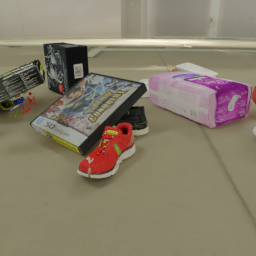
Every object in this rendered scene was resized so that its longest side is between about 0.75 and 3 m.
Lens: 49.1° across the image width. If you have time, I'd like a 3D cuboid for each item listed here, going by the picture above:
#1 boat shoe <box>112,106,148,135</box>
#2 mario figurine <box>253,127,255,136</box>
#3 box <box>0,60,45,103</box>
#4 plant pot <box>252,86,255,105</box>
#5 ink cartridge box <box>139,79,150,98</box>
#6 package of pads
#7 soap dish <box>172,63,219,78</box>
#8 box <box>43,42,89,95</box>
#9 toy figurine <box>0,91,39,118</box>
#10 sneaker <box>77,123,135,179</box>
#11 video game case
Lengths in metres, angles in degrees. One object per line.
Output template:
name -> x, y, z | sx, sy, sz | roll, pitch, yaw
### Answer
boat shoe -> -0.507, -0.514, 7.863 | 0.948, 0.841, 2.537 | -19, 29, -40
mario figurine -> 3.445, 0.019, 6.511 | 1.020, 0.876, 1.653 | 14, 27, 28
box -> -3.972, -1.305, 8.859 | 2.718, 0.646, 2.624 | -26, 21, -6
plant pot -> 4.599, -0.894, 8.653 | 1.153, 1.153, 1.020 | -1, 32, -3
ink cartridge box -> 0.561, -1.593, 11.161 | 1.864, 0.467, 1.500 | -4, 22, -14
package of pads -> 2.137, -1.048, 8.855 | 1.771, 1.112, 2.940 | -15, 26, -27
soap dish -> 2.867, -2.199, 11.983 | 1.667, 0.677, 1.311 | 28, 33, 29
box -> -2.412, -2.323, 11.016 | 0.985, 1.892, 1.723 | -19, 28, -37
toy figurine -> -3.631, -0.659, 8.990 | 0.764, 0.672, 1.275 | -22, 14, 36
sneaker -> -0.428, 0.378, 5.682 | 0.720, 0.794, 1.871 | 9, 23, 21
video game case -> -1.053, -0.540, 7.256 | 2.179, 0.307, 2.411 | 20, 56, 40
